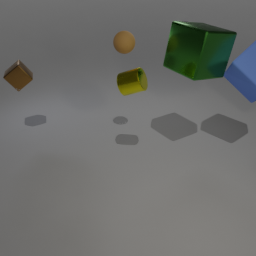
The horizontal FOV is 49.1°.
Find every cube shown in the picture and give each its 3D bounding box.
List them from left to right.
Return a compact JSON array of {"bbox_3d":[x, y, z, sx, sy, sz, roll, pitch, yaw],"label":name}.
[{"bbox_3d":[-3.913,-1.882,10.027,0.700,0.700,0.700,-38,34,6],"label":"cube"},{"bbox_3d":[2.148,-2.375,8.548,1.400,1.400,1.400,-12,35,-35],"label":"cube"},{"bbox_3d":[4.212,-1.885,9.058,1.400,1.400,1.400,48,1,9],"label":"cube"}]

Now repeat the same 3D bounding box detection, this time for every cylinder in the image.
[{"bbox_3d":[0.129,-1.360,8.254,0.700,0.700,0.700,-11,23,26],"label":"cylinder"}]

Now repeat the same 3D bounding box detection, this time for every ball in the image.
[{"bbox_3d":[-0.118,-2.699,8.829,0.700,0.700,0.700,0,30,0],"label":"ball"}]
